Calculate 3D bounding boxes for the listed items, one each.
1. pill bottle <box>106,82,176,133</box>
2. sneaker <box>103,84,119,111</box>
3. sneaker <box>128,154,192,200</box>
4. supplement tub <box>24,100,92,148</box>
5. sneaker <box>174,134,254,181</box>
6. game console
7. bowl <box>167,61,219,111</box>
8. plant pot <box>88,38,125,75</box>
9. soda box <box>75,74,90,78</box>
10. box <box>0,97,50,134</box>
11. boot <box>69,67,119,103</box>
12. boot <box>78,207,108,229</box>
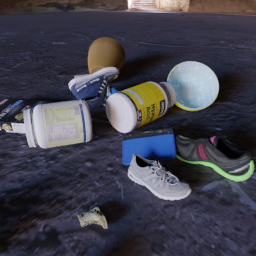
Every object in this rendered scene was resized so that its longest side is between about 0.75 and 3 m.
[{"bbox_3d":[0.631,-0.986,11.389,2.837,1.579,1.579,-26,38,-38],"label":"pill bottle"},{"bbox_3d":[-0.535,-1.263,12.821,1.072,0.944,2.405,9,28,-16],"label":"sneaker"},{"bbox_3d":[0.832,1.360,7.928,2.019,0.828,0.754,18,34,29],"label":"sneaker"},{"bbox_3d":[-2.439,-0.129,9.870,2.142,1.553,1.553,-8,30,-14],"label":"supplement tub"},{"bbox_3d":[2.578,0.634,8.873,2.818,1.180,1.081,18,34,30],"label":"sneaker"},{"bbox_3d":[0.753,0.618,9.647,1.777,1.051,1.517,-7,-4,11],"label":"game console"},{"bbox_3d":[2.836,-1.755,12.849,2.300,2.300,1.237,-1,-14,-2],"label":"bowl"},{"bbox_3d":[-1.380,-3.582,15.842,2.209,2.209,2.370,3,41,6],"label":"plant pot"},{"bbox_3d":[-2.602,-2.902,16.194,0.915,0.291,0.313,-10,30,-17],"label":"soda box"},{"bbox_3d":[-4.708,-0.567,11.732,2.236,0.560,2.253,6,29,9],"label":"box"},{"bbox_3d":[-1.337,-1.896,12.776,2.510,0.913,1.134,-24,69,-19],"label":"boot"},{"bbox_3d":[-0.866,2.279,6.854,0.582,0.271,0.753,-14,26,-25],"label":"boot"}]
